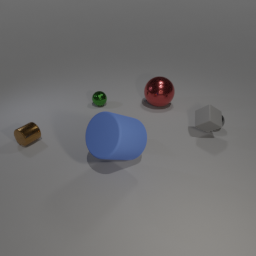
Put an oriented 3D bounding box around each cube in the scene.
[{"bbox_3d":[2.977,-0.335,10.367,0.700,0.700,0.700,25,58,-29],"label":"cube"}]

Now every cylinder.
[{"bbox_3d":[-0.349,0.280,8.678,1.400,1.400,1.400,26,9,36],"label":"cylinder"},{"bbox_3d":[-3.718,0.225,10.376,0.700,0.700,0.700,20,36,29],"label":"cylinder"}]

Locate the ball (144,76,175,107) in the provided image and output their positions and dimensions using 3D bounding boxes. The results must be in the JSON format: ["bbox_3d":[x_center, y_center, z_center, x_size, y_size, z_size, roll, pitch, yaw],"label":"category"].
[{"bbox_3d":[1.436,-1.662,12.849,1.400,1.400,1.400,0,31,0],"label":"ball"}]

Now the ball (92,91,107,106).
[{"bbox_3d":[-1.326,-1.368,13.027,0.700,0.700,0.700,0,31,0],"label":"ball"}]

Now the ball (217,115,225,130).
[{"bbox_3d":[3.484,-0.278,11.147,0.700,0.700,0.700,0,31,0],"label":"ball"}]
